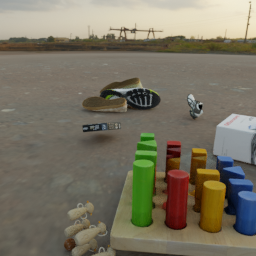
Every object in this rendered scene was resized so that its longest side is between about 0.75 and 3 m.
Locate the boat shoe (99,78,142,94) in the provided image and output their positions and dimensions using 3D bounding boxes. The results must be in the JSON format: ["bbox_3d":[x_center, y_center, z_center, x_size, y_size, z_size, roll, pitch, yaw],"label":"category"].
[{"bbox_3d":[-0.397,-1.950,14.659,2.485,0.779,0.911,-6,38,34],"label":"boat shoe"}]

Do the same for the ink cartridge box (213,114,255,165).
[{"bbox_3d":[3.678,0.352,7.692,2.169,0.931,1.588,14,23,32],"label":"ink cartridge box"}]

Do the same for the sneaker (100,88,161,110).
[{"bbox_3d":[0.161,-1.458,12.968,2.774,1.025,1.123,7,18,15],"label":"sneaker"}]

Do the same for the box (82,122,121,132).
[{"bbox_3d":[-0.814,-0.031,8.934,0.863,0.235,1.077,-5,0,20],"label":"box"}]

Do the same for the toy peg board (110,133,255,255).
[{"bbox_3d":[1.123,0.962,5.081,2.522,1.239,2.533,2,15,6],"label":"toy peg board"}]

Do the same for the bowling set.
[{"bbox_3d":[-0.675,1.660,4.364,0.526,0.980,0.682,-13,-9,-40],"label":"bowling set"}]

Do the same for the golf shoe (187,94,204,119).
[{"bbox_3d":[2.745,-0.927,11.287,0.582,0.479,1.232,-26,50,28],"label":"golf shoe"}]

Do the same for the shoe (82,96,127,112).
[{"bbox_3d":[-1.032,-0.957,12.297,2.078,0.555,0.726,3,54,19],"label":"shoe"}]
